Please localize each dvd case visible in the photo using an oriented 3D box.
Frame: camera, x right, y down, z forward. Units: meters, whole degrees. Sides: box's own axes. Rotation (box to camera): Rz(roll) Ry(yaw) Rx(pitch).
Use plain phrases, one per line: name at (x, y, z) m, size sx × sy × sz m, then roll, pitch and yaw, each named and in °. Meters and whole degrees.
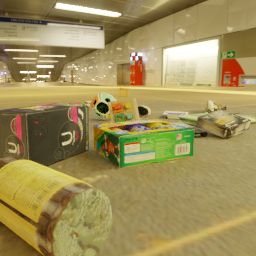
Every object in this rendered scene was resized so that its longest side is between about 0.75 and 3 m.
dvd case at (1.716, 0.075, 10.127) m, size 1.434 × 0.236 × 1.908 m, roll -4°, pitch 11°, yaw -18°

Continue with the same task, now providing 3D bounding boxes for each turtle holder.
turtle holder at (-1.005, -0.840, 12.869) m, size 1.234 × 1.624 × 1.154 m, roll -31°, pitch 9°, yaw 6°

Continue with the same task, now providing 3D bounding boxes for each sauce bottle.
sauce bottle at (-1.494, 0.901, 3.978) m, size 2.902 × 0.939 × 0.939 m, roll 12°, pitch 16°, yaw 41°

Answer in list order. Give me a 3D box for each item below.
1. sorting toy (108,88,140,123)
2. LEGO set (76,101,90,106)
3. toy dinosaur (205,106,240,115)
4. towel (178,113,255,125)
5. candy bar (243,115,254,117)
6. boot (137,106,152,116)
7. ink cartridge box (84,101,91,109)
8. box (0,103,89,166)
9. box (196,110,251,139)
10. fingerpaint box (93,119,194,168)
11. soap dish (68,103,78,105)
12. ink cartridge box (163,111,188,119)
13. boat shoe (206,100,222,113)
sorting toy at (-0.136, -0.543, 9.517) m, size 0.981 × 1.742 × 0.237 m, roll -10°, pitch -6°, yaw -2°
LEGO set at (-2.721, -1.277, 16.739) m, size 1.095 × 0.418 × 0.449 m, roll 14°, pitch 20°, yaw 30°
toy dinosaur at (4.171, -0.756, 12.542) m, size 1.493 × 0.354 × 0.658 m, roll 4°, pitch 27°, yaw 5°
towel at (3.922, -0.343, 12.102) m, size 2.969 × 0.347 × 2.264 m, roll -7°, pitch 14°, yaw -40°
candy bar at (5.816, -0.576, 13.871) m, size 0.857 × 0.095 × 0.214 m, roll 7°, pitch 14°, yaw 37°
boot at (0.985, -0.919, 14.564) m, size 1.085 × 0.545 × 1.504 m, roll -5°, pitch 9°, yaw -32°
ink cartridge box at (-2.214, -1.470, 17.634) m, size 0.909 × 0.414 × 1.103 m, roll -6°, pitch 11°, yaw -21°
box at (-2.059, 0.115, 7.040) m, size 1.143 × 1.318 × 2.156 m, roll 6°, pitch 12°, yaw 28°
box at (3.421, -0.174, 10.002) m, size 1.603 × 0.387 × 1.270 m, roll -15°, pitch 31°, yaw -41°
fingerpaint box at (0.363, 0.306, 7.491) m, size 2.141 × 0.785 × 1.786 m, roll -5°, pitch 12°, yaw -25°
soap dish at (-3.370, -1.223, 16.410) m, size 0.761 × 0.393 × 0.967 m, roll 3°, pitch 10°, yaw 15°
ink cartridge box at (2.329, -0.639, 13.806) m, size 1.145 × 0.269 × 1.132 m, roll 2°, pitch 13°, yaw 18°
boat shoe at (4.643, -1.167, 15.160) m, size 0.695 × 0.759 × 2.032 m, roll -1°, pitch 9°, yaw 25°
